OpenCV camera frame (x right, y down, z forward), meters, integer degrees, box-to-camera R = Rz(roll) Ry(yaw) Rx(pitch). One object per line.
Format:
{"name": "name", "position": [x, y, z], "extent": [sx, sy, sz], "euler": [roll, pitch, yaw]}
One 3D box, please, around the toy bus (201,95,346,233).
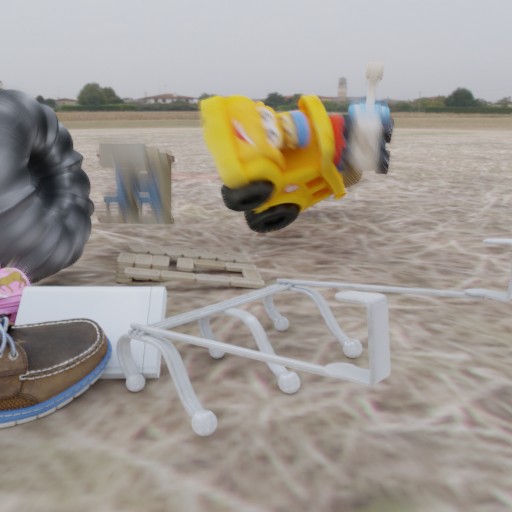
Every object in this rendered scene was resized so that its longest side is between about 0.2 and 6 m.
{"name": "toy bus", "position": [0.694, -1.840, 9.775], "extent": [2.720, 1.922, 2.833], "euler": [-19, -19, 14]}

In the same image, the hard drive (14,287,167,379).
{"name": "hard drive", "position": [-1.681, 0.757, 5.647], "extent": [1.464, 0.195, 0.965], "euler": [0, 57, 0]}

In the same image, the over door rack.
{"name": "over door rack", "position": [0.479, 0.713, 4.870], "extent": [2.226, 1.004, 3.013], "euler": [-15, 1, -44]}

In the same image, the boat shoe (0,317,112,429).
{"name": "boat shoe", "position": [-2.300, 0.918, 4.582], "extent": [2.346, 0.849, 0.847], "euler": [-17, 44, -34]}

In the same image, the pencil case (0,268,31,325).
{"name": "pencil case", "position": [-3.247, 0.709, 5.611], "extent": [0.905, 0.866, 2.091], "euler": [35, 31, 25]}

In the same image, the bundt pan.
{"name": "bundt pan", "position": [-3.095, -0.963, 7.461], "extent": [1.050, 2.798, 2.798], "euler": [-13, 14, 11]}

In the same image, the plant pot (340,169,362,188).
{"name": "plant pot", "position": [1.520, -1.985, 12.550], "extent": [1.575, 1.468, 1.468], "euler": [0, 15, -20]}

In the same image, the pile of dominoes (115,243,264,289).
{"name": "pile of dominoes", "position": [-1.033, 0.244, 8.585], "extent": [2.128, 0.339, 1.658], "euler": [6, 14, -9]}

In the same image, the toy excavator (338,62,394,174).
{"name": "toy excavator", "position": [1.807, -2.249, 9.098], "extent": [0.791, 1.540, 1.584], "euler": [6, 29, 9]}

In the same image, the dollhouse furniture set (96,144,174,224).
{"name": "dollhouse furniture set", "position": [-2.142, -1.125, 9.140], "extent": [1.205, 1.211, 1.719], "euler": [1, 4, 7]}
